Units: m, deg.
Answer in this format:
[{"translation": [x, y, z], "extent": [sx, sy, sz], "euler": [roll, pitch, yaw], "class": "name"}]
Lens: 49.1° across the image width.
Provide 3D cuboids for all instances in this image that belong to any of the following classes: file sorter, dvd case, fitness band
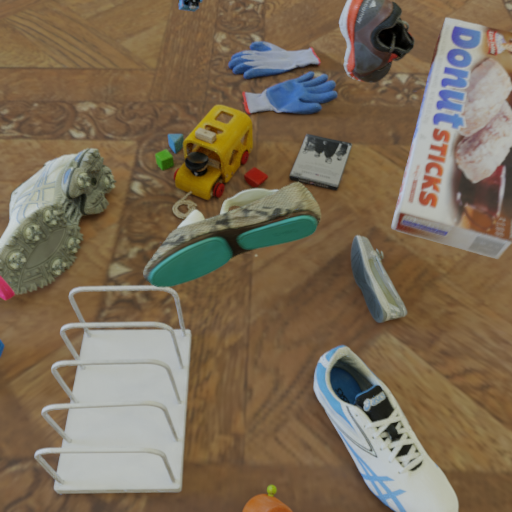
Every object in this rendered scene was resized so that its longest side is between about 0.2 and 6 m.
[{"translation": [-1.824, 1.754, 7.502], "extent": [1.640, 1.472, 2.364], "euler": [-1, 54, 0], "class": "file sorter"}, {"translation": [1.284, -1.864, 11.043], "extent": [0.962, 0.158, 1.280], "euler": [15, 55, 11], "class": "dvd case"}, {"translation": [-2.077, 0.111, 4.364], "extent": [0.566, 0.407, 0.106], "euler": [37, 58, 26], "class": "fitness band"}]

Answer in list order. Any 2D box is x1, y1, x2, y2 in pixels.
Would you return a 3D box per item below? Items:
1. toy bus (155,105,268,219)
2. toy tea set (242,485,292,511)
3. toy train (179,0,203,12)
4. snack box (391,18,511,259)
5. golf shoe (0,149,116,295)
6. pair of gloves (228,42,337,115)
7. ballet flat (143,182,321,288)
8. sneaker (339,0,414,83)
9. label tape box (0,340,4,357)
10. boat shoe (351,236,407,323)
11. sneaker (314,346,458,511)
[{"translation": [-0.878, -1.944, 10.543], "extent": [1.918, 1.050, 2.033], "euler": [-15, 54, -11], "class": "toy bus"}, {"translation": [-0.086, 3.803, 6.591], "extent": [2.062, 0.763, 1.226], "euler": [-36, 90, -27], "class": "toy tea set"}, {"translation": [-1.201, -4.929, 10.165], "extent": [0.398, 0.918, 0.524], "euler": [-5, 8, -26], "class": "toy train"}, {"translation": [2.600, -1.587, 6.843], "extent": [1.220, 0.413, 3.394], "euler": [16, 61, 8], "class": "snack box"}, {"translation": [-3.746, -0.609, 9.687], "extent": [1.520, 1.224, 3.126], "euler": [3, 45, 23], "class": "golf shoe"}, {"translation": [0.557, -4.069, 12.620], "extent": [2.146, 0.304, 2.669], "euler": [-10, 54, -7], "class": "pair of gloves"}, {"translation": [-0.295, -0.280, 5.923], "extent": [1.934, 0.656, 0.728], "euler": [-21, 56, 2], "class": "ballet flat"}, {"translation": [1.707, -2.805, 7.610], "extent": [0.838, 2.046, 0.788], "euler": [32, 95, 20], "class": "sneaker"}, {"translation": [-4.479, 1.583, 8.310], "extent": [1.157, 0.366, 0.835], "euler": [3, 53, 2], "class": "label tape box"}, {"translation": [1.959, 0.346, 9.152], "extent": [0.497, 0.572, 1.551], "euler": [-8, 57, -14], "class": "boat shoe"}, {"translation": [1.643, 2.338, 7.401], "extent": [0.937, 0.945, 2.607], "euler": [-26, 59, -20], "class": "sneaker"}]
